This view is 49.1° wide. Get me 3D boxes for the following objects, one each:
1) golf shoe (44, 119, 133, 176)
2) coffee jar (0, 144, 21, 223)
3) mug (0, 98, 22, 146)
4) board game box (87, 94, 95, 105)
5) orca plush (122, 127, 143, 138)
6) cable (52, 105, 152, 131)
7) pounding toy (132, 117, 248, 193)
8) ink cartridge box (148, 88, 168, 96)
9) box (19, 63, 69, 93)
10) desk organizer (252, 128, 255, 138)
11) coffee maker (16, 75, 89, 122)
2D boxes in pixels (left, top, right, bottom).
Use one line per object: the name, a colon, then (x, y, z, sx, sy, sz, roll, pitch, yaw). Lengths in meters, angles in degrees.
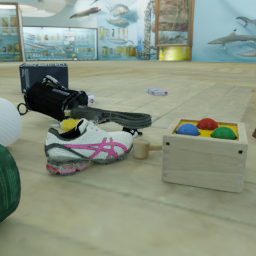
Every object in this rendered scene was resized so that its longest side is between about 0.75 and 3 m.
golf shoe: (-0.620, 0.244, 5.222, 1.886, 0.868, 0.685, -13, 20, -41)
coffee jar: (-2.255, 0.914, 2.475, 1.325, 1.084, 2.541, 4, 17, 15)
mug: (-3.119, 0.054, 5.588, 1.461, 1.079, 1.281, -23, 3, 19)
board game box: (-1.925, -1.123, 11.029, 1.187, 0.244, 1.184, -3, 16, -11)
orca plush: (0.136, -0.063, 7.092, 0.588, 0.397, 1.118, 9, 19, 29)
cable: (-0.528, -0.156, 6.501, 2.312, 0.582, 1.123, 6, 17, 16)
pounding toy: (1.037, 0.227, 5.147, 2.016, 0.922, 1.771, 6, 17, 18)
ink cartridge box: (1.357, -1.705, 13.125, 0.650, 0.228, 1.089, -5, 15, -17)
box: (-4.018, -2.463, 13.668, 2.156, 1.339, 2.174, -4, 17, -13)
desk organizer: (3.977, -0.026, 6.499, 1.905, 0.683, 0.733, 0, 14, -1)
coffee maker: (-2.110, -0.653, 7.998, 1.511, 1.452, 1.018, 21, -20, 28)
